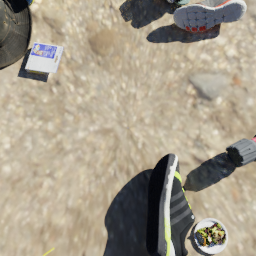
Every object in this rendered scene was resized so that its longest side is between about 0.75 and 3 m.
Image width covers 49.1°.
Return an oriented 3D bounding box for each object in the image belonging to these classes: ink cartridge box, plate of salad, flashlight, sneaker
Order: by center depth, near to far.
[{"bbox_3d":[1.923,2.483,6.447,0.778,0.187,0.778,0,72,0],"label":"plate of salad"},{"bbox_3d":[1.035,1.829,6.452,1.009,0.873,2.436,13,74,-18],"label":"sneaker"},{"bbox_3d":[3.547,0.216,6.783,2.318,0.788,0.785,-23,117,-11],"label":"flashlight"},{"bbox_3d":[-2.298,-1.918,7.803,0.884,0.208,0.874,11,72,2],"label":"ink cartridge box"},{"bbox_3d":[2.282,-3.340,8.093,2.004,0.772,0.820,-4,43,2],"label":"sneaker"}]

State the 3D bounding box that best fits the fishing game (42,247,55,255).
[{"bbox_3d":[-1.230,2.786,4.830,1.009,0.219,1.410,-28,54,-21],"label":"fishing game"}]

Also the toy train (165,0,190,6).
[{"bbox_3d":[1.676,-4.575,8.296,1.229,0.919,2.157,38,77,20],"label":"toy train"}]

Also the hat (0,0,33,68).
[{"bbox_3d":[-3.776,-2.893,7.491,2.465,0.994,2.465,0,86,-1],"label":"hat"}]

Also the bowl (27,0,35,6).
[{"bbox_3d":[-3.246,-4.379,7.914,1.849,1.849,0.995,18,47,5],"label":"bowl"}]
